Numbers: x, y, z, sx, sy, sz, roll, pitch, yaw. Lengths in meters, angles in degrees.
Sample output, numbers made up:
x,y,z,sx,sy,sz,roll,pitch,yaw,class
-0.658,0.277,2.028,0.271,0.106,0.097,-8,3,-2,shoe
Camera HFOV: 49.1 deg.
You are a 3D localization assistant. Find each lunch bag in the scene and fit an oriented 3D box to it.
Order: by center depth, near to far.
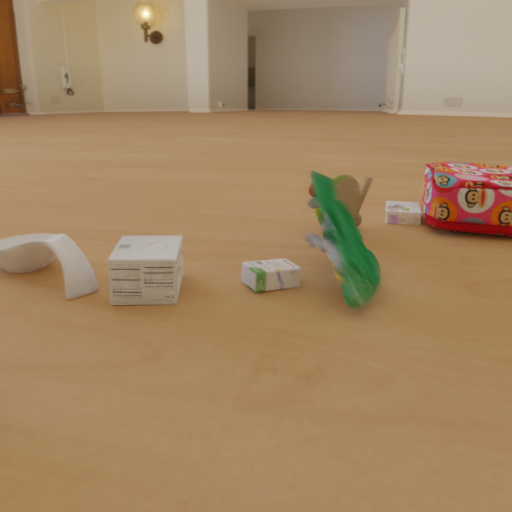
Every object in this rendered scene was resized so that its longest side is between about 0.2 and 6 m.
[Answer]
x,y,z,sx,sy,sz,roll,pitch,yaw,class
5.019,-1.322,12.149,2.651,1.233,3.010,5,19,14,lunch bag

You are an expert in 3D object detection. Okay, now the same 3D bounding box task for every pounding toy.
x,y,z,sx,sy,sz,roll,pitch,yaw,class
1.556,-1.096,11.319,0.735,1.222,1.584,22,21,37,pounding toy

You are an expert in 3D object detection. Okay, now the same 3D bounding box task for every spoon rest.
x,y,z,sx,sy,sz,roll,pitch,yaw,class
-3.490,-0.047,9.076,2.622,0.795,1.303,17,25,40,spoon rest

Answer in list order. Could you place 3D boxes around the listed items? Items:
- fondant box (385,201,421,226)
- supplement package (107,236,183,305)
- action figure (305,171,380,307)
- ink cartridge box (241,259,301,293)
x,y,z,sx,sy,sz,roll,pitch,yaw,class
3.297,-0.972,12.599,0.751,0.303,1.040,4,18,12,fondant box
-1.636,0.187,8.482,0.978,0.696,1.255,0,17,-3,supplement package
1.339,-0.114,8.634,0.743,1.605,2.717,-37,25,19,action figure
0.231,0.293,8.722,0.775,0.326,0.561,-5,19,-24,ink cartridge box
